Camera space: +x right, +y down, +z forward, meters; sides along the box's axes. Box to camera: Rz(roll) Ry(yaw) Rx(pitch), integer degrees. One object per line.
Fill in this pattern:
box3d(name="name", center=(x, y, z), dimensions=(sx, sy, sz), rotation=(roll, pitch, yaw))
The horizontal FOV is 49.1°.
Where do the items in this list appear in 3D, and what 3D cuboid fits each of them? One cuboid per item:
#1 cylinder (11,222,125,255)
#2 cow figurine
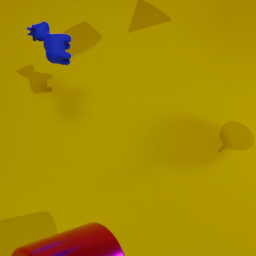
box3d(name="cylinder", center=(-0.795, 2.002, 3.719), dimensions=(1.180, 1.180, 1.180), rotation=(-3, 66, -44))
box3d(name="cow figurine", center=(-1.850, -1.973, 6.563), dimensions=(1.013, 0.565, 1.029), rotation=(2, 70, -16))
